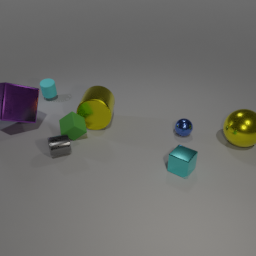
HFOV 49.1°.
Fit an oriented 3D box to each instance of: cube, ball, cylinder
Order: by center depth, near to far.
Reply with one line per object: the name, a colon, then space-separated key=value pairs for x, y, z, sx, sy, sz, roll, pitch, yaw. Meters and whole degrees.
cube: x=1.768 y=1.082 z=9.100 sx=0.700 sy=0.700 sz=0.700 roll=21 pitch=37 yaw=31
cylinder: x=-2.419 y=0.612 z=9.868 sx=0.700 sy=0.700 sz=0.700 roll=-12 pitch=33 yaw=-18
ball: x=4.203 y=0.000 z=10.203 sx=1.400 sy=1.400 sz=1.400 roll=0 pitch=31 yaw=0
cube: x=-2.075 y=-0.068 z=10.559 sx=0.700 sy=0.700 sz=0.700 roll=-31 pitch=55 yaw=21
ball: x=2.178 y=-0.028 z=10.933 sx=0.700 sy=0.700 sz=0.700 roll=0 pitch=31 yaw=0
cube: x=-4.538 y=-0.979 z=11.074 sx=1.400 sy=1.400 sz=1.400 roll=7 pitch=1 yaw=43
cylinder: x=-1.304 y=-0.855 z=11.603 sx=1.400 sy=1.400 sz=1.400 roll=2 pitch=31 yaw=3
cylinder: x=-3.847 y=-1.915 z=13.561 sx=0.700 sy=0.700 sz=0.700 roll=0 pitch=45 yaw=0
